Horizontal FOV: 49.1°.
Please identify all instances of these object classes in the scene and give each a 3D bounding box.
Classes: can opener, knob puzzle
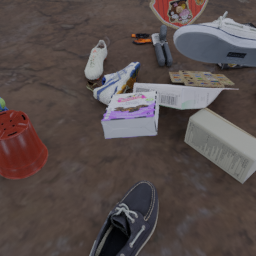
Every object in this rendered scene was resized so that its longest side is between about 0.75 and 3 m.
[{"bbox_3d":[1.499,-3.658,12.408,0.656,0.829,2.494,-1,50,-3],"label":"can opener"},{"bbox_3d":[1.614,-3.839,8.337,2.173,2.173,0.301,-9,41,-8],"label":"knob puzzle"}]

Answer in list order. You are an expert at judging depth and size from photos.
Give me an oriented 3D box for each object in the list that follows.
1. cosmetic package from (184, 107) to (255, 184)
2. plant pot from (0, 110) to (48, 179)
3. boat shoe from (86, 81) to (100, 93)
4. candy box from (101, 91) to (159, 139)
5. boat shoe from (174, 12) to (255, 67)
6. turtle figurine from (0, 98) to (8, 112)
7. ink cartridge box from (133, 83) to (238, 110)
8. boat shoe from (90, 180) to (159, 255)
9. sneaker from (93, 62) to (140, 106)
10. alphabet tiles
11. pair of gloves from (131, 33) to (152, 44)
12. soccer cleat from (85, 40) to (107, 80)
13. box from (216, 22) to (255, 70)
[{"bbox_3d":[2.748,0.452,8.115,0.781,1.106,2.136,-33,55,-29],"label":"cosmetic package"},{"bbox_3d":[-3.174,0.396,7.896,1.530,1.488,1.530,0,46,0],"label":"plant pot"},{"bbox_3d":[-1.235,-1.526,10.587,0.890,0.329,0.329,27,51,24],"label":"boat shoe"},{"bbox_3d":[0.060,-0.195,3.739,0.666,0.284,0.794,-5,29,11],"label":"candy box"},{"bbox_3d":[2.475,-2.426,7.241,2.776,1.025,1.183,4,63,-10],"label":"boat shoe"},{"bbox_3d":[-5.270,-0.724,8.569,2.395,2.470,1.778,-24,79,8],"label":"turtle figurine"},{"bbox_3d":[1.908,-1.101,9.319,2.765,0.692,2.225,-3,13,-37],"label":"ink cartridge box"},{"bbox_3d":[-0.017,2.274,6.447,1.070,0.923,2.944,20,49,18],"label":"boat shoe"},{"bbox_3d":[-0.373,-1.819,10.419,1.091,0.931,2.474,22,49,14],"label":"sneaker"},{"bbox_3d":[2.630,-1.841,10.361,2.120,0.081,2.548,3,22,4],"label":"alphabet tiles"},{"bbox_3d":[0.631,-4.287,13.441,0.915,0.127,1.027,-4,43,-2],"label":"pair of gloves"},{"bbox_3d":[-1.314,-2.789,11.474,0.743,0.831,2.143,6,46,6],"label":"soccer cleat"},{"bbox_3d":[4.878,-3.715,12.486,2.785,0.692,2.764,-10,47,-10],"label":"box"}]
